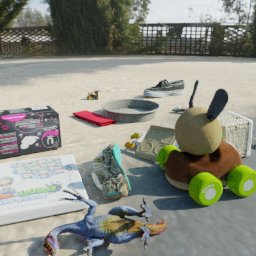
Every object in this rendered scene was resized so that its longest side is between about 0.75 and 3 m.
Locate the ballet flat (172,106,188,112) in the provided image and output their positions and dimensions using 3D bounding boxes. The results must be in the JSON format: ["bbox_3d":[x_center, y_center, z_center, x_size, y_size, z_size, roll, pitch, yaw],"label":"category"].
[{"bbox_3d":[2.630,-0.913,13.693,0.940,0.334,0.325,9,-10,23],"label":"ballet flat"}]

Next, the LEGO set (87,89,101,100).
[{"bbox_3d":[-2.074,-2.053,16.685,0.810,0.610,1.053,2,19,5],"label":"LEGO set"}]

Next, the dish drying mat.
[{"bbox_3d":[-1.567,-0.455,12.634,0.872,0.207,2.271,-15,23,-39],"label":"dish drying mat"}]

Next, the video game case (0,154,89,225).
[{"bbox_3d":[-2.584,1.419,6.864,2.819,0.334,2.566,-6,20,-17],"label":"video game case"}]

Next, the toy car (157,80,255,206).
[{"bbox_3d":[1.956,0.171,6.995,2.054,2.604,2.139,-7,20,-18],"label":"toy car"}]

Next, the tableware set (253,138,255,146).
[{"bbox_3d":[4.924,0.561,9.613,1.114,0.223,0.736,-9,32,-10],"label":"tableware set"}]

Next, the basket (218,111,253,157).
[{"bbox_3d":[3.190,0.239,9.041,1.005,1.249,1.238,-11,20,-13],"label":"basket"}]

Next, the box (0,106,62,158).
[{"bbox_3d":[-3.519,0.083,9.379,2.205,1.265,1.457,-8,19,-27],"label":"box"}]

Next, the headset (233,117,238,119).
[{"bbox_3d":[4.538,-0.368,11.886,0.662,0.504,1.072,1,8,5],"label":"headset"}]

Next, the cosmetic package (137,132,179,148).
[{"bbox_3d":[1.060,0.520,9.554,1.278,0.330,0.964,8,23,21],"label":"cosmetic package"}]

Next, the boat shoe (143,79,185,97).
[{"bbox_3d":[2.244,-2.537,17.434,2.932,1.040,1.057,-10,21,-27],"label":"boat shoe"}]

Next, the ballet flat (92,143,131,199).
[{"bbox_3d":[-0.531,1.061,7.399,0.889,0.801,2.361,-15,23,-2],"label":"ballet flat"}]

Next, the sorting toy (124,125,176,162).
[{"bbox_3d":[0.734,0.456,8.977,1.630,0.218,1.214,11,60,37],"label":"sorting toy"}]

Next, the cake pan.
[{"bbox_3d":[0.151,-0.845,13.262,2.799,0.513,2.799,0,18,0],"label":"cake pan"}]

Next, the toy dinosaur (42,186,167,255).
[{"bbox_3d":[-0.497,1.965,5.121,1.868,2.059,1.081,-19,46,22],"label":"toy dinosaur"}]
